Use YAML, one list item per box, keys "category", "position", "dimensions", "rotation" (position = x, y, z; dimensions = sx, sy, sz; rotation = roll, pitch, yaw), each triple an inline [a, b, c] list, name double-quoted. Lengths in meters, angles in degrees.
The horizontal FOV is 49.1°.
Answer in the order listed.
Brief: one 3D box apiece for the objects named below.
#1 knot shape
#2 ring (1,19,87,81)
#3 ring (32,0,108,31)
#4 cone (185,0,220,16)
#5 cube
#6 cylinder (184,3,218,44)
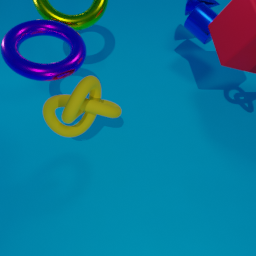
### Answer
- category: "knot shape"
  position: [-1.050, -0.500, 6.430]
  dimensions: [1.838, 1.720, 0.849]
  rotation: [-16, 73, -12]
- category: "ring"
  position: [-1.868, -1.789, 6.314]
  dimensions: [1.853, 0.371, 1.853]
  rotation: [6, 55, -8]
- category: "ring"
  position: [-1.565, -3.675, 7.639]
  dimensions: [2.083, 0.417, 2.083]
  rotation: [1, 85, -10]
- category: "cone"
  position: [2.426, -4.006, 8.900]
  dimensions: [0.995, 0.991, 0.991]
  rotation: [16, 58, 13]
- category: "cube"
  position: [3.181, -2.441, 7.215]
  dimensions: [1.384, 1.384, 1.384]
  rotation: [5, 63, -27]
- category: "cylinder"
  position: [2.328, -3.186, 8.569]
  dimensions: [0.883, 0.883, 0.883]
  rotation: [-41, 79, -23]
